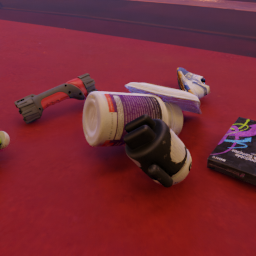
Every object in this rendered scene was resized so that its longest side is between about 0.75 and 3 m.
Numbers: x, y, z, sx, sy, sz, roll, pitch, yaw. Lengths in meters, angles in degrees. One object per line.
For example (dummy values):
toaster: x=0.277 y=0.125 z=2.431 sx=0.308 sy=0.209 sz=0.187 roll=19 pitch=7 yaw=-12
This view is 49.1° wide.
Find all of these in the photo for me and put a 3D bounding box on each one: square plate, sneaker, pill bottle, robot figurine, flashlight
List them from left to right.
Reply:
flashlight: x=-2.348 y=-0.973 z=9.496 sx=2.630 sy=0.894 sz=0.891 roll=-30 pitch=37 yaw=-21
pill bottle: x=0.183 y=-0.237 z=7.796 sx=2.597 sy=1.447 sz=1.447 roll=0 pitch=31 yaw=-28
robot figurine: x=0.714 y=0.535 z=6.573 sx=1.177 sy=1.886 sz=1.417 roll=6 pitch=55 yaw=54
square plate: x=1.209 y=-0.940 z=8.692 sx=2.173 sy=0.312 sz=2.193 roll=15 pitch=-2 yaw=17
sneaker: x=2.468 y=-1.726 z=10.722 sx=0.881 sy=0.752 sz=1.998 roll=-16 pitch=43 yaw=1

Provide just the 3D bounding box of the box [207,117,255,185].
box: x=3.293 y=0.552 z=7.471 sx=1.552 sy=0.392 sz=2.171 roll=19 pitch=46 yaw=35

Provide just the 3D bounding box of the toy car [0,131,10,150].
toy car: x=-3.892 y=0.357 z=7.433 sx=1.218 sy=0.913 sz=1.066 roll=22 pitch=-2 yaw=36
